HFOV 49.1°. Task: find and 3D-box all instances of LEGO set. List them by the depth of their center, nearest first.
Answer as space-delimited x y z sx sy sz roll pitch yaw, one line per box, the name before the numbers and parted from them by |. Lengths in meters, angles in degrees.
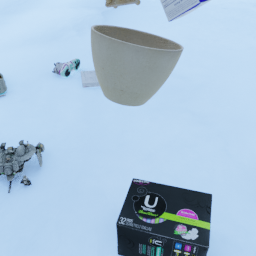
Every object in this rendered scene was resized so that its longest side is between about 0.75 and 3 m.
LEGO set | -3.155 0.935 6.771 1.757 0.767 2.706 13 38 16

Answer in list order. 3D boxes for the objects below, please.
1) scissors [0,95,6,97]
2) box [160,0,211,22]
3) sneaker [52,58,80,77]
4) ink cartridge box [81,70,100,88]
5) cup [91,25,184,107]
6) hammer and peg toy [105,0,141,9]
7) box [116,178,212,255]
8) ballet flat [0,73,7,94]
scissors | -5.375 -1.055 10.072 1.795 0.125 0.657 -25 41 -28
box | 1.716 -4.463 8.803 0.844 1.608 1.479 -29 12 -29
sneaker | -2.716 -2.676 11.977 0.951 0.528 1.360 15 38 19
ink cartridge box | -1.301 -1.999 11.289 1.152 0.249 1.131 -5 36 -10
cup | 0.067 -1.201 5.649 1.812 1.296 1.812 10 26 -5
hammer and peg toy | -0.072 -4.590 8.620 1.273 1.731 0.610 8 -5 35
box | 0.704 1.836 5.333 1.597 0.993 1.186 8 37 13
ballet flat | -5.253 -2.044 10.949 0.749 0.708 2.224 -21 41 -27
